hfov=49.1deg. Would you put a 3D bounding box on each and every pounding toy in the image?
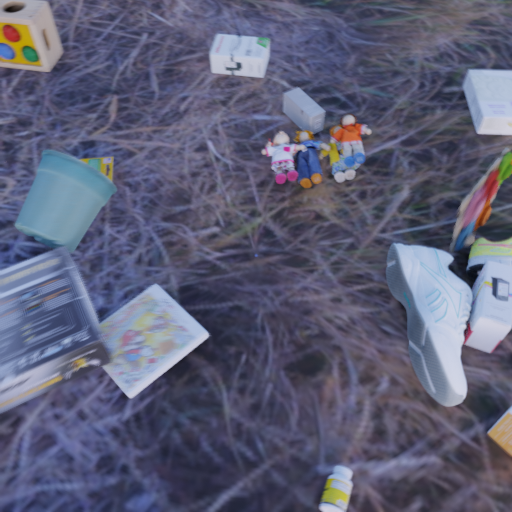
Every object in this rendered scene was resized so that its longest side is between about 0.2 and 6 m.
[{"bbox_3d":[-6.035,-5.490,13.194,2.203,1.936,1.008,8,53,6],"label":"pounding toy"}]

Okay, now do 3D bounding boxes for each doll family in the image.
[{"bbox_3d":[1.273,-2.094,11.396,2.196,0.990,1.363,-11,59,13],"label":"doll family"}]

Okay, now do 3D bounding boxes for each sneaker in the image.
[{"bbox_3d":[2.940,0.934,8.876,1.167,1.024,2.911,-1,52,-5],"label":"sneaker"},{"bbox_3d":[4.672,0.035,9.727,1.946,0.761,0.879,8,50,6],"label":"sneaker"}]

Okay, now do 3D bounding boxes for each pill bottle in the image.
[{"bbox_3d":[1.102,3.178,7.576,0.331,0.331,0.594,17,52,13],"label":"pill bottle"}]

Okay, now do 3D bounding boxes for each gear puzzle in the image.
[{"bbox_3d":[4.344,-1.147,10.219,0.343,1.358,2.622,29,55,28],"label":"gear puzzle"}]

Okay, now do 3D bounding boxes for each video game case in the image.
[{"bbox_3d":[-1.806,1.310,9.011,1.554,0.178,1.414,-37,56,-23],"label":"video game case"}]

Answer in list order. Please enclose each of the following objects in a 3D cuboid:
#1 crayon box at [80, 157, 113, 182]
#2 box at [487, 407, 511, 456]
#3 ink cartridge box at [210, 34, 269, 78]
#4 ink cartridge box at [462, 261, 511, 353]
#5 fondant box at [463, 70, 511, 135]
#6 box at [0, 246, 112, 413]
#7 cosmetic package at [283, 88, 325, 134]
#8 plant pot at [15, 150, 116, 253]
[{"bbox_3d":[-3.473,-1.565,11.214,1.244,0.321,0.782,-6,53,-4],"label":"crayon box"},{"bbox_3d":[4.086,2.602,7.661,0.695,0.887,1.426,-34,60,-23],"label":"box"},{"bbox_3d":[-0.393,-4.866,13.603,1.302,0.541,0.954,8,53,6],"label":"ink cartridge box"},{"bbox_3d":[3.771,0.820,9.036,0.509,0.878,1.190,16,53,11],"label":"ink cartridge box"},{"bbox_3d":[5.471,-3.449,12.546,1.248,0.504,1.730,2,54,1],"label":"fondant box"},{"bbox_3d":[-3.930,1.258,8.698,2.777,0.671,2.199,-24,51,-15],"label":"box"},{"bbox_3d":[1.034,-3.177,12.315,0.461,0.545,1.021,-29,56,-21],"label":"cosmetic package"},{"bbox_3d":[-3.451,-0.896,9.981,1.441,1.441,1.412,18,74,14],"label":"plant pot"}]
